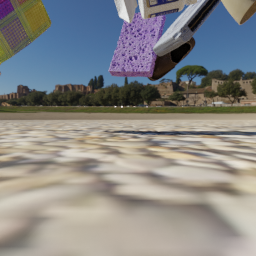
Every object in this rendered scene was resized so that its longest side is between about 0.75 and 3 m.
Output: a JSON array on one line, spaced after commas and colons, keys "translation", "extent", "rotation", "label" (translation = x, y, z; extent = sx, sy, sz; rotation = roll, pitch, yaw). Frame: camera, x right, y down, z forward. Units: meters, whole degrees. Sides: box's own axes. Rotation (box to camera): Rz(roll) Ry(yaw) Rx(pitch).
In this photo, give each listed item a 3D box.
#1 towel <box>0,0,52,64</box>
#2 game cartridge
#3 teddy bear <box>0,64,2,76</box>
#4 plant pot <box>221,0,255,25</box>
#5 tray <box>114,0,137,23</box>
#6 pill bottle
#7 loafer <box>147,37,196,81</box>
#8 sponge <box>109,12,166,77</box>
[{"translation": [-2.877, -2.736, 7.213], "extent": [0.230, 2.021, 1.451], "rotation": [29, -25, 23], "label": "towel"}, {"translation": [1.992, -3.545, 9.432], "extent": [0.543, 2.656, 1.768], "rotation": [45, -18, -19], "label": "game cartridge"}, {"translation": [-3.852, -1.571, 7.587], "extent": [0.769, 0.354, 1.061], "rotation": [6, 39, -28], "label": "teddy bear"}, {"translation": [1.934, -2.338, 4.886], "extent": [0.708, 0.756, 0.708], "rotation": [-40, -12, -11], "label": "plant pot"}, {"translation": [-0.128, -2.313, 4.575], "extent": [0.212, 1.025, 1.909], "rotation": [-17, 25, 1], "label": "tray"}, {"translation": [1.082, -3.623, 7.709], "extent": [1.529, 0.915, 0.915], "rotation": [-12, 2, 0], "label": "pill bottle"}, {"translation": [1.551, -2.653, 10.696], "extent": [2.285, 0.835, 0.811], "rotation": [-43, 10, 24], "label": "loafer"}, {"translation": [0.410, -3.329, 10.944], "extent": [1.654, 2.965, 0.442], "rotation": [5, -23, 22], "label": "sponge"}]
